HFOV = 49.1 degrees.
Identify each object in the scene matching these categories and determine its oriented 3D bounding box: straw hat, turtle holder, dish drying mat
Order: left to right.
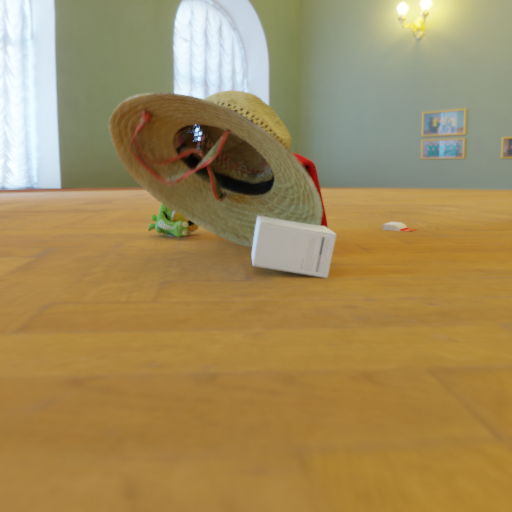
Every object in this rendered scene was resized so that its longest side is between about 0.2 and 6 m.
[{"bbox_3d":[-1.953,-1.093,13.870,1.194,1.277,1.681,14,-3,-10],"label":"turtle holder"},{"bbox_3d":[-0.435,-2.071,10.506,4.260,1.803,4.260,21,-28,12],"label":"straw hat"},{"bbox_3d":[0.958,-1.398,12.687,0.436,1.839,4.788,-15,13,1],"label":"dish drying mat"}]

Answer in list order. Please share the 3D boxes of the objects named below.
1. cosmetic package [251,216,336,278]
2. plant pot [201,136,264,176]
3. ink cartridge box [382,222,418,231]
[{"bbox_3d":[0.560,-0.167,9.116,1.204,0.740,1.200,10,8,-3],"label":"cosmetic package"},{"bbox_3d":[-0.431,-2.135,12.570,1.825,1.825,1.775,1,-8,7],"label":"plant pot"},{"bbox_3d":[3.981,-0.803,15.440,0.794,0.188,0.636,5,10,35],"label":"ink cartridge box"}]
